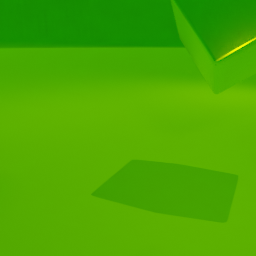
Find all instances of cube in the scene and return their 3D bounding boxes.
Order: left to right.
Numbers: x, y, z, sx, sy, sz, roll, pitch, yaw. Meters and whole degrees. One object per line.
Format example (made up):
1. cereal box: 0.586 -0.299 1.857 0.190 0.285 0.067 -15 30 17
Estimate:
1. cube: 1.672 -1.622 4.474 1.388 1.388 1.388 -29 -18 10
